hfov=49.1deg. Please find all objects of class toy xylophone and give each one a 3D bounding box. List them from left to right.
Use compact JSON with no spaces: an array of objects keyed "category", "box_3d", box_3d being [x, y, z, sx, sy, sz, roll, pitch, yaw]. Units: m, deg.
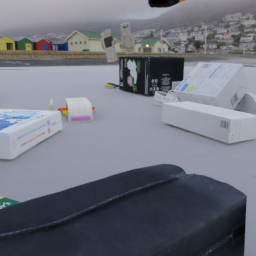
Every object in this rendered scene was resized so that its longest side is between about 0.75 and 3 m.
[{"category":"toy xylophone","box_3d":[-1.657,-0.587,8.332,1.332,0.457,1.819,-2,15,-7]}]

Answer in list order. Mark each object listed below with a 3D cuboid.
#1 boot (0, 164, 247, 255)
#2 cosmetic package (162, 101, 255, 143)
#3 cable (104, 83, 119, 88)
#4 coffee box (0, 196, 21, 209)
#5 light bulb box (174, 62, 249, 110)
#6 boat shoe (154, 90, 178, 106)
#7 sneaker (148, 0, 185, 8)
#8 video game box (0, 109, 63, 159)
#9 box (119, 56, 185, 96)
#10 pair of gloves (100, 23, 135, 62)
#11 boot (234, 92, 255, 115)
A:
[{"category":"boot","box_3d":[-0.791,0.722,2.316,2.837,0.931,2.338,-14,29,-33]},{"category":"cosmetic package","box_3d":[1.834,-0.199,6.634,0.912,0.559,2.209,-8,17,-29]},{"category":"cable","box_3d":[-0.667,-2.226,15.289,1.274,0.321,0.619,11,-3,-6]},{"category":"coffee box","box_3d":[-1.226,0.970,2.919,0.824,0.181,0.507,7,16,26]},{"category":"light bulb box","box_3d":[2.454,-1.133,8.271,1.479,0.931,1.492,-47,36,-20]},{"category":"boat shoe","box_3d":[1.532,-1.021,9.741,0.591,0.582,1.668,-10,18,-33]},{"category":"sneaker","box_3d":[1.213,-3.153,6.255,0.841,0.654,1.869,-36,17,-29]},{"category":"video game box","box_3d":[-2.891,0.016,5.904,2.331,0.546,2.124,3,12,10]},{"category":"box","box_3d":[1.047,-2.582,13.493,2.050,1.715,2.760,-8,18,-29]},{"category":"pair of gloves","box_3d":[-0.292,-2.426,7.945,1.037,0.882,0.182,-30,28,-20]},{"category":"boot","box_3d":[3.915,-0.819,8.668,0.946,0.728,1.980,-5,15,-1]}]
